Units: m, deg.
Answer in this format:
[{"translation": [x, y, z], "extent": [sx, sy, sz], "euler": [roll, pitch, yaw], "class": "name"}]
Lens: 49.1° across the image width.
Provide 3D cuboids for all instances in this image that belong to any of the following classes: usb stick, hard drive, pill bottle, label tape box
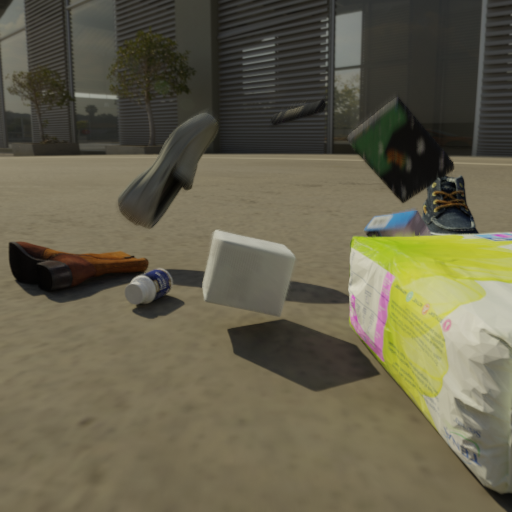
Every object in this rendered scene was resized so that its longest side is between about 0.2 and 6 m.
[{"translation": [0.630, -2.157, 8.437], "extent": [0.877, 0.143, 0.243], "euler": [-8, 42, 32], "class": "usb stick"}, {"translation": [2.383, -1.724, 9.274], "extent": [1.058, 1.515, 0.287], "euler": [-37, 19, 33], "class": "hard drive"}, {"translation": [-1.409, 0.414, 7.307], "extent": [0.374, 0.374, 0.674], "euler": [5, 14, 21], "class": "pill bottle"}, {"translation": [2.110, -0.090, 7.792], "extent": [0.337, 1.064, 0.767], "euler": [-49, 23, -27], "class": "label tape box"}]

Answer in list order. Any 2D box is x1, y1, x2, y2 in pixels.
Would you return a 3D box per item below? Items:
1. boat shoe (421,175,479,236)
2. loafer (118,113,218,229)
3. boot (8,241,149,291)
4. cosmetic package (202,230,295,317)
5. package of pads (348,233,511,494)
[{"translation": [3.798, -0.924, 11.149], "extent": [0.984, 1.262, 2.780], "euler": [1, 13, 5], "class": "boat shoe"}, {"translation": [-1.362, -1.456, 9.682], "extent": [0.826, 2.366, 0.827], "euler": [32, -12, 21], "class": "loafer"}, {"translation": [-2.763, 0.018, 8.630], "extent": [1.576, 0.573, 1.674], "euler": [10, 16, 39], "class": "boot"}, {"translation": [-0.106, 0.184, 6.363], "extent": [0.870, 0.724, 0.728], "euler": [12, 9, -9], "class": "cosmetic package"}, {"translation": [2.349, 0.571, 4.879], "extent": [2.587, 1.142, 3.349], "euler": [-2, 13, -8], "class": "package of pads"}]
